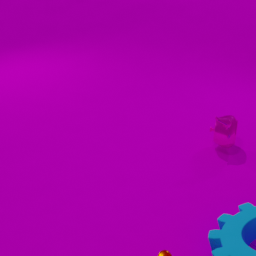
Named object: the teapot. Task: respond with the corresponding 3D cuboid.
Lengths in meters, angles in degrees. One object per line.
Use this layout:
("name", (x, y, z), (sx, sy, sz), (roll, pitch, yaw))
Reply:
("teapot", (2.323, 0.052, 6.837), (0.640, 1.308, 0.813), (8, 66, 21))

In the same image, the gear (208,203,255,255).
("gear", (2.229, 1.669, 4.054), (2.001, 0.370, 2.001), (-16, 9, 3))

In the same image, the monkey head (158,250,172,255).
("monkey head", (0.756, 2.268, 3.522), (0.981, 0.821, 1.363), (-25, 34, -25))
